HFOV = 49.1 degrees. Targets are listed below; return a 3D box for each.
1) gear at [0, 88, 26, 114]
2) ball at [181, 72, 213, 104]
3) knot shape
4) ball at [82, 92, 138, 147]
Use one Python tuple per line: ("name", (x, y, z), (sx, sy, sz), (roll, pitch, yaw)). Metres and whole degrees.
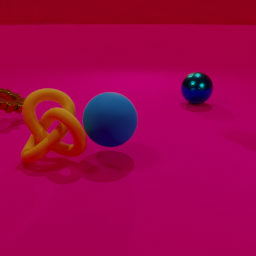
("gear", (-3.769, -0.876, 8.407), (1.406, 0.260, 1.406), (23, 16, -7))
("ball", (2.504, -1.450, 10.192), (1.161, 1.161, 1.161), (0, 22, 0))
("knot shape", (-1.810, 0.103, 6.287), (1.767, 1.653, 0.816), (50, 12, 23))
("ball", (-0.401, -0.183, 6.321), (1.238, 1.238, 1.238), (0, 22, 0))
